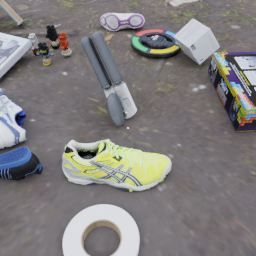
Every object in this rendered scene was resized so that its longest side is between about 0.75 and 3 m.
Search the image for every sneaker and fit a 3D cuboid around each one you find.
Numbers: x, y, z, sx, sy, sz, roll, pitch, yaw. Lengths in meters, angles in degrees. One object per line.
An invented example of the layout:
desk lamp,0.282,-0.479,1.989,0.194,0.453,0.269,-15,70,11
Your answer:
sneaker,-3.253,-0.374,7.464,0.999,0.853,2.267,-10,54,-21
sneaker,-0.254,0.768,6.116,2.443,0.933,0.921,0,43,-1
sneaker,-0.209,-4.419,11.707,1.874,0.702,0.934,5,22,8
sneaker,-2.756,0.914,6.270,1.763,0.687,0.618,-10,42,20

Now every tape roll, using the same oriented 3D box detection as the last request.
tape roll,-0.493,2.116,5.224,1.436,0.262,1.436,0,45,0

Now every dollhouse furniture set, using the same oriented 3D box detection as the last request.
dollhouse furniture set,-5.479,-4.341,11.690,1.796,1.172,1.696,-44,29,1

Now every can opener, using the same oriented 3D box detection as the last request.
can opener,-0.473,-1.269,7.317,0.643,2.443,0.812,-20,13,14

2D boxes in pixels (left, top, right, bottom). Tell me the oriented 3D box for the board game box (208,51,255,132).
board game box,3.926,-1.181,8.183,2.381,0.817,2.880,-1,45,-4

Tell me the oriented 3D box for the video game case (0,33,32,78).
video game case,-5.120,-2.234,9.250,2.669,0.343,2.936,18,57,18

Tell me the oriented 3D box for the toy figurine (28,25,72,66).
toy figurine,-2.779,-2.909,9.950,1.246,0.880,1.265,-37,57,-24

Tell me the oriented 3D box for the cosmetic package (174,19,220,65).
cosmetic package,2.328,-2.942,9.551,0.907,0.906,1.099,-42,41,11

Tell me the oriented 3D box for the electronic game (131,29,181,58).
electronic game,1.084,-3.224,10.529,1.963,0.408,1.963,0,45,0
